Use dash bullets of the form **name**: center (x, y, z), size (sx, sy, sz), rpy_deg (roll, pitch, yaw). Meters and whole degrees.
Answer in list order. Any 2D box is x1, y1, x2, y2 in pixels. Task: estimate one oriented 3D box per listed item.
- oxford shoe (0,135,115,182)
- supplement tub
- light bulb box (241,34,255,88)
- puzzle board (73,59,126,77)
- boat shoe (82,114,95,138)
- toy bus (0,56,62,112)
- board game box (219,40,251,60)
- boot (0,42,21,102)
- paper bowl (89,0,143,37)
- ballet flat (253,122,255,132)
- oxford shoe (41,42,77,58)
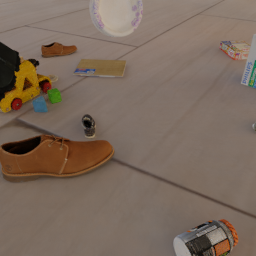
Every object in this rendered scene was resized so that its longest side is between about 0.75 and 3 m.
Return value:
- **oxford shoe**: center (-1.580, 0.559, 6.416), size (2.618, 0.933, 0.934), rpy_deg (-8, 34, -14)
- **supplement tub**: center (1.316, 1.937, 4.709), size (0.976, 0.598, 0.598), rpy_deg (-15, 38, -21)
- **light bulb box**: center (5.131, -2.223, 9.565), size (1.838, 1.822, 1.147), rpy_deg (26, 40, 34)
- **puzzle board**: center (-1.097, -2.412, 11.307), size (1.937, 0.169, 1.460), rpy_deg (3, 36, 5)
- **boat shoe**: center (-1.110, -0.143, 7.901), size (0.389, 0.336, 1.071), rpy_deg (-7, 36, -10)
- **toy bus**: center (-3.591, -1.661, 9.155), size (2.532, 1.387, 2.683), rpy_deg (-9, 36, -12)
- **board game box**: center (5.057, -3.589, 12.798), size (1.165, 0.356, 1.538), rpy_deg (-5, 35, -7)
- **boot**: center (-2.324, -1.394, 3.981), size (0.750, 1.661, 2.028), rpy_deg (-21, 53, 33)
- **paper bowl**: center (-0.453, -4.071, 9.646), size (1.784, 1.784, 0.928), rpy_deg (-14, 21, -19)
- **ballet flat**: center (3.680, -0.071, 7.941), size (0.765, 0.258, 0.244), rpy_deg (-31, 18, -38)
- **oxford shoe**: center (-3.079, -3.593, 12.631), size (1.653, 0.589, 0.590), rpy_deg (-16, 37, -24)
